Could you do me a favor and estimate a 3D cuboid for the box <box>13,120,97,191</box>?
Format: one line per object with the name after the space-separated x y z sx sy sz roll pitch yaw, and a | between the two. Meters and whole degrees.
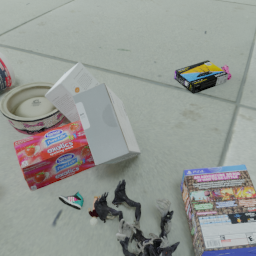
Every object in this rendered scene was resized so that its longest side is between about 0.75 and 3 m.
-2.362 0.864 9.672 2.662 1.271 1.327 -20 46 -20 | box

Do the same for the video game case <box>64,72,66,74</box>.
-2.819 -2.639 14.437 0.861 0.109 0.944 -10 44 -11 | video game case

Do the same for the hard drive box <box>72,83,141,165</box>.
-0.542 0.006 8.951 1.040 2.709 2.111 -21 80 6 | hard drive box

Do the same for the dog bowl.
-3.831 -0.814 11.755 2.712 1.000 2.712 -1 42 0 | dog bowl

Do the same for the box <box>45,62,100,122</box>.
-1.839 -1.180 11.145 1.159 2.179 1.659 -27 25 38 | box

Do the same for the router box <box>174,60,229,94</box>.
3.651 -2.600 14.051 2.143 0.547 1.599 -21 46 -21 | router box

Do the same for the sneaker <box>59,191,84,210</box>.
-1.743 2.209 8.882 0.814 0.340 0.492 22 51 11 | sneaker

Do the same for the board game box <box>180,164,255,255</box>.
2.599 2.315 7.781 1.822 1.107 2.286 -5 51 0 | board game box

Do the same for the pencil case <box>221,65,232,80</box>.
5.091 -2.877 14.462 0.409 0.422 0.901 3 43 1 | pencil case

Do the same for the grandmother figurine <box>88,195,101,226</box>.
-0.960 2.543 8.599 0.575 0.287 0.949 -16 39 25 | grandmother figurine

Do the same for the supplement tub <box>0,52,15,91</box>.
-6.714 -2.313 12.805 1.781 1.781 2.538 31 51 30 | supplement tub

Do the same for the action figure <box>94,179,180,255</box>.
0.338 2.687 7.554 1.745 1.499 2.937 -21 43 -37 | action figure
